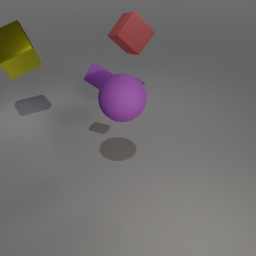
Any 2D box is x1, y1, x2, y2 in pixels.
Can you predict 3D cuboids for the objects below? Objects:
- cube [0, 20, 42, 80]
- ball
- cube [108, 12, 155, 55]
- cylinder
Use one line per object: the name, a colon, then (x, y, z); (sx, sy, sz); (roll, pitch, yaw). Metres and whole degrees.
cube: (-4.455, -3.019, 11.001); (1.400, 1.400, 1.400); (-30, 78, -10)
ball: (-0.163, -0.866, 8.075); (1.400, 1.400, 1.400); (0, 31, 0)
cube: (0.139, -4.525, 13.454); (1.400, 1.400, 1.400); (36, 1, -30)
cylinder: (-0.987, -1.703, 9.303); (0.700, 0.700, 0.700); (32, 32, -7)
